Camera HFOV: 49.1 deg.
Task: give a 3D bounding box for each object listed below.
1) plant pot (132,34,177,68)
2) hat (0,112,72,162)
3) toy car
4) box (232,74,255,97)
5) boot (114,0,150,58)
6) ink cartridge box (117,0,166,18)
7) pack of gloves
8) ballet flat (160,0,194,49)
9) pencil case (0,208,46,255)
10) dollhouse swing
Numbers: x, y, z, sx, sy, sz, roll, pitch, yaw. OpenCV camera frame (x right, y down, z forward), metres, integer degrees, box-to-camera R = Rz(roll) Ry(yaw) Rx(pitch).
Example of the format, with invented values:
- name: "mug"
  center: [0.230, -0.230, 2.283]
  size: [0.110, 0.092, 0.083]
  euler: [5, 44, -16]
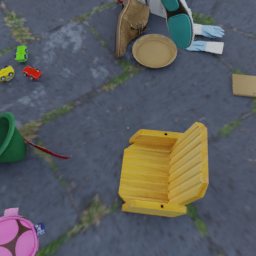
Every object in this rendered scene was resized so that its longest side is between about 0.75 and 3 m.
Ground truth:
- name: "plant pot"
  center: [0.962, -2.775, 10.232]
  size: [1.618, 0.222, 1.618]
  euler: [0, 62, -1]
- name: "hat"
  center: [-3.187, 0.692, 8.383]
  size: [1.659, 1.764, 2.003]
  euler: [-53, 43, 1]
- name: "toy car"
  center: [-3.767, -2.233, 9.864]
  size: [1.612, 0.360, 1.517]
  euler: [-2, 61, -2]
- name: "box"
  center: [4.102, -1.445, 9.575]
  size: [1.051, 0.112, 0.859]
  euler: [6, 61, 4]
- name: "boot"
  center: [0.144, -3.730, 10.342]
  size: [1.119, 1.092, 2.966]
  euler: [15, 60, -4]
- name: "ink cartridge box"
  center: [1.059, -5.707, 11.309]
  size: [2.556, 1.070, 1.844]
  euler: [25, 65, 13]
- name: "pack of gloves"
  center: [2.841, -3.315, 10.563]
  size: [1.487, 0.293, 1.249]
  euler: [11, 70, 12]
- name: "ballet flat"
  center: [1.400, -3.353, 7.848]
  size: [0.811, 2.336, 0.811]
  euler: [-19, 42, 18]
- name: "pencil case"
  center: [-2.003, 2.211, 4.734]
  size: [0.924, 2.036, 0.954]
  euler: [-3, 52, -30]
- name: "dollhouse swing"
  center: [0.820, 0.945, 7.258]
  size: [2.020, 1.954, 2.223]
  euler: [6, 63, 3]
